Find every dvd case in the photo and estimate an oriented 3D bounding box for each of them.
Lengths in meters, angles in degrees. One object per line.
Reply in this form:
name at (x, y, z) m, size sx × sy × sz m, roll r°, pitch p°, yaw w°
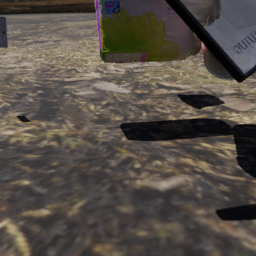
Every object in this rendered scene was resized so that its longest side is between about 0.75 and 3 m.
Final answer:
dvd case at (1.854, -2.490, 5.236) m, size 2.042 × 2.862 × 0.251 m, roll -38°, pitch -5°, yaw -14°

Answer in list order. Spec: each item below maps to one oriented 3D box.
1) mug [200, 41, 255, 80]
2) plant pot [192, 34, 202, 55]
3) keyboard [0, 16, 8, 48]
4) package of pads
mug at (2.369, -2.695, 6.590) m, size 1.589 × 2.115 × 2.382 m, roll -8°, pitch 48°, yaw 7°
plant pot at (1.906, -2.929, 9.544) m, size 1.067 × 1.166 × 1.166 m, roll 4°, pitch 26°, yaw -9°
keyboard at (-3.708, -2.830, 8.281) m, size 0.249 × 0.885 × 0.047 m, roll 1°, pitch 17°, yaw -6°
package of pads at (0.466, -2.849, 7.734) m, size 2.640 × 2.039 × 0.900 m, roll -5°, pitch -6°, yaw -8°
